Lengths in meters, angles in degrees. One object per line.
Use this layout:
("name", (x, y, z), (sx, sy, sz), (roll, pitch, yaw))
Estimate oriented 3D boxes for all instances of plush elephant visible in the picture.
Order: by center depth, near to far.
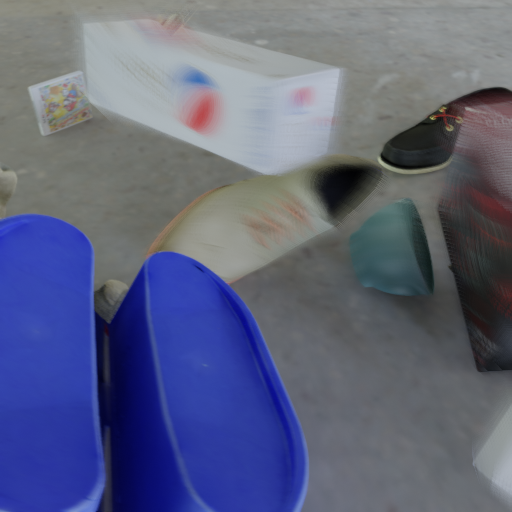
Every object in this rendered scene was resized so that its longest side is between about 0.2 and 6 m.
("plush elephant", (-3.376, 0.214, 6.815), (3.116, 2.413, 2.566), (20, 46, 20))

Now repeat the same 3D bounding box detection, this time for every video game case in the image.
("video game case", (-4.016, -3.155, 11.588), (1.162, 1.058, 0.133), (-33, 51, -31))

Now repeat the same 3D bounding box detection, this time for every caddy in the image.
("caddy", (-1.505, 1.598, 5.056), (3.126, 2.321, 4.422), (18, 24, -26))

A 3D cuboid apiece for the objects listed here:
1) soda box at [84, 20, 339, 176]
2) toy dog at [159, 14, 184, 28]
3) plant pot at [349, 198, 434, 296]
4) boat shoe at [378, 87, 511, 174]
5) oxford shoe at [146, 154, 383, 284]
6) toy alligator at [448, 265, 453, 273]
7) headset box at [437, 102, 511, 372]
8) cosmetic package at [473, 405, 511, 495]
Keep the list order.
("soda box", (-0.816, -2.459, 8.145), (3.888, 1.238, 1.324), (28, 38, 32))
("toy dog", (-1.441, -3.989, 9.729), (0.378, 0.525, 0.541), (-27, 13, -31))
("plant pot", (1.887, -0.046, 7.964), (0.922, 1.376, 1.376), (-14, 36, 25))
("boat shoe", (3.729, -2.493, 10.930), (3.230, 1.012, 1.182), (-23, 50, -22))
("oxford shoe", (0.173, -0.601, 8.038), (3.798, 1.344, 1.402), (-33, 12, -24))
("toy alligator", (3.988, 0.037, 8.395), (2.478, 0.735, 0.672), (-21, 88, -17))
("headset box", (3.123, -0.310, 6.857), (1.079, 2.139, 2.878), (-5, 60, 4))
("cosmetic package", (2.753, 1.863, 5.558), (0.615, 0.442, 1.089), (33, 86, -3))
